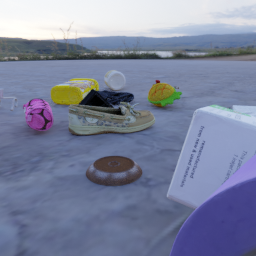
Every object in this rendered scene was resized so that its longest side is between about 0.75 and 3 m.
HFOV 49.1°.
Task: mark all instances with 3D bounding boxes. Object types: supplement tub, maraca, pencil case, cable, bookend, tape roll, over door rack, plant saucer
[{"bbox_3d":[-0.851,-2.968,17.249,1.128,1.128,1.562,-4,18,-14],"label":"supplement tub"},{"bbox_3d":[1.590,-1.434,12.425,1.278,0.997,1.864,-37,31,-10],"label":"maraca"},{"bbox_3d":[-3.022,-0.470,9.346,0.900,0.872,1.921,18,6,-25],"label":"pencil case"},{"bbox_3d":[-0.657,-1.492,13.666,2.177,0.553,1.776,8,13,24],"label":"cable"},{"bbox_3d":[-1.170,-0.508,9.906,1.236,1.228,0.569,-48,26,-2],"label":"bookend"},{"bbox_3d":[1.462,1.174,1.687,2.305,2.305,0.979,14,22,38],"label":"tape roll"},{"bbox_3d":[-5.613,-1.081,11.477,1.598,0.720,2.163,-2,-4,-7],"label":"over door rack"},{"bbox_3d":[-0.306,0.884,6.211,1.263,0.231,1.263,1,18,0],"label":"plant saucer"}]

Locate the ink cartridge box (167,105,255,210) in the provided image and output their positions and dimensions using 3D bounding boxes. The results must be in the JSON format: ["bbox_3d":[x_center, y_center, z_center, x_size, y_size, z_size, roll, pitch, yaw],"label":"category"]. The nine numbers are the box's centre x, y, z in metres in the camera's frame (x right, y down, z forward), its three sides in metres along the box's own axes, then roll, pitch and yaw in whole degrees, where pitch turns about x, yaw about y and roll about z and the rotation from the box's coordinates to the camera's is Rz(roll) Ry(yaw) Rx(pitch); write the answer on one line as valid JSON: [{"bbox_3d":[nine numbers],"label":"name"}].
[{"bbox_3d":[2.236,0.679,3.698,2.865,1.203,2.084,20,13,19],"label":"ink cartridge box"}]

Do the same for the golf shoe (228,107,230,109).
[{"bbox_3d":[3.710,-0.505,10.655,0.455,0.399,1.034,-13,7,21],"label":"golf shoe"}]

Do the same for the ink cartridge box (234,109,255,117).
[{"bbox_3d":[3.469,0.031,8.045,1.311,0.769,1.791,-10,20,-26],"label":"ink cartridge box"}]

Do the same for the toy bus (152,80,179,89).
[{"bbox_3d":[1.781,-1.819,14.257,1.235,0.676,1.309,23,-13,-4],"label":"toy bus"}]

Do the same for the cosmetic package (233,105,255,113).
[{"bbox_3d":[4.793,-0.490,10.337,1.671,0.432,1.260,4,19,14],"label":"cosmetic package"}]

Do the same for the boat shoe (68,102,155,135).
[{"bbox_3d":[-0.463,-0.377,9.129,2.920,0.915,1.070,-6,18,-20],"label":"boat shoe"}]

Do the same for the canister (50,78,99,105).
[{"bbox_3d":[-2.575,-1.810,13.787,1.671,0.974,2.250,4,19,13],"label":"canister"}]
